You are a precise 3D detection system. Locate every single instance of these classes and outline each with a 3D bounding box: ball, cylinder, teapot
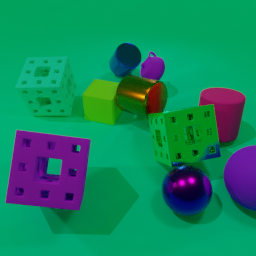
[{"bbox_3d":[2.673,1.020,5.768,1.338,1.338,1.338,0,40,0],"label":"ball"},{"bbox_3d":[1.202,1.265,5.744,1.025,1.025,1.025,0,40,0],"label":"ball"},{"bbox_3d":[2.438,-0.368,7.458,1.130,1.130,1.130,0,28,0],"label":"cylinder"},{"bbox_3d":[0.374,-0.850,7.633,1.042,1.042,1.042,20,43,37],"label":"cylinder"},{"bbox_3d":[-0.106,-2.382,9.878,0.940,0.940,0.940,3,81,-17],"label":"cylinder"},{"bbox_3d":[0.726,-1.853,8.952,0.704,0.894,1.438,21,63,-23],"label":"teapot"}]

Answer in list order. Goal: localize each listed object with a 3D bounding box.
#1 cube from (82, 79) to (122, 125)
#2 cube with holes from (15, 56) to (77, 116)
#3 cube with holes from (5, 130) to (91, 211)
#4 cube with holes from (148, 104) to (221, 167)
[{"bbox_3d":[-0.709,-0.776,8.261,0.913,0.913,0.913,12,41,14],"label":"cube"},{"bbox_3d":[-2.314,-1.212,8.220,1.216,1.216,1.216,0,54,5],"label":"cube with holes"},{"bbox_3d":[-1.453,0.769,5.483,1.265,1.265,1.265,8,-4,-6],"label":"cube with holes"},{"bbox_3d":[1.270,0.143,6.582,1.176,1.176,1.176,-10,3,-12],"label":"cube with holes"}]
